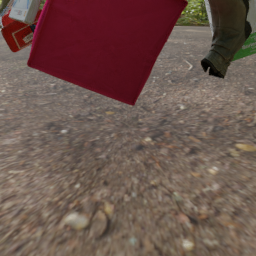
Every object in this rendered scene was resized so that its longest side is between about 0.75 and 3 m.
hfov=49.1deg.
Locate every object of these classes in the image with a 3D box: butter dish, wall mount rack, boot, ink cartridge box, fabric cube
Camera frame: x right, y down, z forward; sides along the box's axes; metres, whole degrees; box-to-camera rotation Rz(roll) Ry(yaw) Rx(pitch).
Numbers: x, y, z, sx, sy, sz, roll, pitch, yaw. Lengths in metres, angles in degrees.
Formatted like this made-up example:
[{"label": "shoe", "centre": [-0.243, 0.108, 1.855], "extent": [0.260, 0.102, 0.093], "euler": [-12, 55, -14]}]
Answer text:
[{"label": "butter dish", "centre": [-2.978, -2.887, 7.721], "extent": [1.232, 0.911, 1.229], "euler": [-36, -9, -14]}, {"label": "wall mount rack", "centre": [-3.434, -3.536, 8.505], "extent": [0.575, 1.543, 1.341], "euler": [41, 18, -12]}, {"label": "boot", "centre": [2.106, -2.055, 6.338], "extent": [0.756, 1.458, 2.232], "euler": [29, 0, 38]}, {"label": "ink cartridge box", "centre": [2.914, -3.450, 7.982], "extent": [1.077, 2.562, 1.870], "euler": [-17, 26, 12]}, {"label": "fabric cube", "centre": [-0.554, -2.062, 5.463], "extent": [2.105, 2.146, 2.139], "euler": [20, 21, -23]}]

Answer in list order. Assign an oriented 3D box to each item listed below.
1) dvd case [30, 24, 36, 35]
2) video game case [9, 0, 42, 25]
[{"label": "dvd case", "centre": [-1.864, -1.986, 7.139], "extent": [1.031, 0.127, 1.444], "euler": [17, 37, -53]}, {"label": "video game case", "centre": [-1.585, -2.508, 4.734], "extent": [0.162, 1.470, 1.340], "euler": [18, 11, -38]}]
